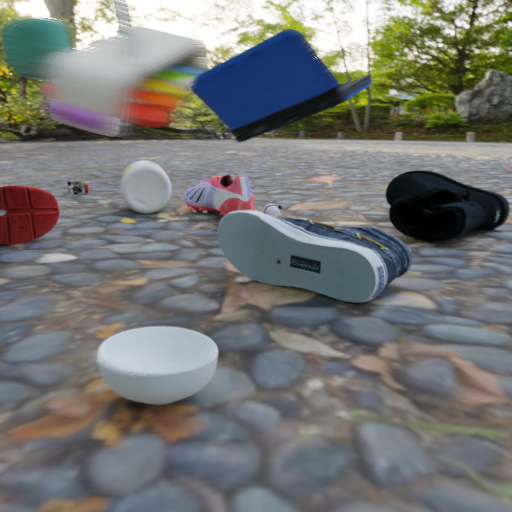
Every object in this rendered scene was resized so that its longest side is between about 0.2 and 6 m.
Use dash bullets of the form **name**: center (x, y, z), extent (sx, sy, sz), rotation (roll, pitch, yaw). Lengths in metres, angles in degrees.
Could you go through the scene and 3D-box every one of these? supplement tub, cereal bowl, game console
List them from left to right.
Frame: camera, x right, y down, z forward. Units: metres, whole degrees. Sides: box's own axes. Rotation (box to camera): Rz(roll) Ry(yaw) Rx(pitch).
- **supplement tub**: center (-2.902, -1.828, 14.624), extent (1.250, 1.250, 1.728), rotation (-3, 14, -13)
- **cereal bowl**: center (-0.900, 1.044, 5.152), extent (1.069, 0.445, 1.069), rotation (4, 15, -1)
- **game console**: center (0.326, -2.175, 7.024), extent (1.704, 1.008, 1.454), rotation (-11, 21, 39)

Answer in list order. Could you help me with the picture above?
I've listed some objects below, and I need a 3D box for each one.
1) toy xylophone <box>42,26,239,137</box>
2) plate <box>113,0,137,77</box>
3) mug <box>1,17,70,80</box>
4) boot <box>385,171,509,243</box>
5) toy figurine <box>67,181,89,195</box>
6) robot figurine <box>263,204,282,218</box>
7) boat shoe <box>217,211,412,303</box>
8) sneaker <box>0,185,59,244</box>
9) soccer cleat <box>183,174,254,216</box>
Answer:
- **toy xylophone**: center (-1.710, -2.936, 9.184), extent (2.466, 0.846, 3.368), rotation (23, 40, 20)
- **plate**: center (-1.615, -2.880, 6.802), extent (0.171, 1.336, 1.336), rotation (-11, 16, -10)
- **mug**: center (-3.581, -3.347, 9.128), extent (1.000, 0.753, 1.217), rotation (-11, 7, -2)
- **boot**: center (3.569, -1.140, 12.075), extent (2.547, 1.158, 3.031), rotation (-9, 23, -44)
- **toy figurine**: center (-5.567, -2.152, 17.479), extent (0.586, 0.414, 0.596), rotation (14, 21, 43)
- **robot figurine**: center (0.373, -1.031, 13.320), extent (0.370, 0.446, 0.593), rotation (15, 12, -9)
- **boat shoe**: center (0.838, -0.068, 8.552), extent (2.908, 1.029, 1.320), rotation (20, 23, 34)
- **sneaker**: center (-5.634, -0.824, 10.923), extent (1.806, 1.225, 3.126), rotation (15, 19, 40)
- **soccer cleat**: center (-0.944, -1.566, 13.870), extent (0.967, 1.108, 2.898), rotation (-9, 17, -30)
